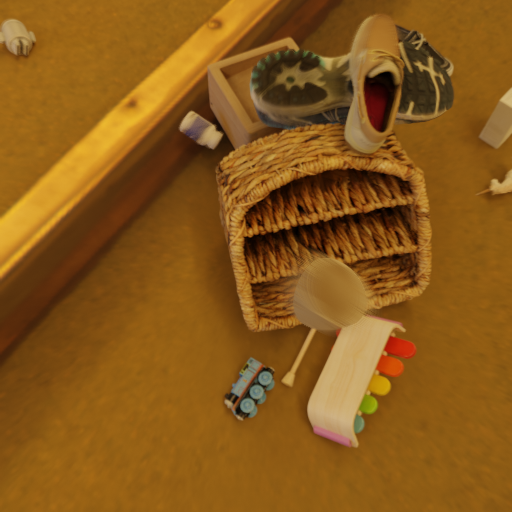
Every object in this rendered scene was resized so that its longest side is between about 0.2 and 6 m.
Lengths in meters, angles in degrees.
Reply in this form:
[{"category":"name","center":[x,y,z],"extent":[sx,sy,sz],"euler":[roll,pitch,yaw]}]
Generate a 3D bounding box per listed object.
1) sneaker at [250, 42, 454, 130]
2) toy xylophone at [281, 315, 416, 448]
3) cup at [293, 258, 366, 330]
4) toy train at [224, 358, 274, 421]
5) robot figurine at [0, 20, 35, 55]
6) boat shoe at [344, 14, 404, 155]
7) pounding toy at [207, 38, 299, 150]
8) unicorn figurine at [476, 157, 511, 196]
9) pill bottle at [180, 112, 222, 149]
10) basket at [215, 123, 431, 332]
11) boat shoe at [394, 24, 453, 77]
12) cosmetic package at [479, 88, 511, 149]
[{"category":"sneaker","center":[1.592,-2.756,9.611],"extent":[3.415,1.474,1.325],"euler":[2,77,-2]},{"category":"toy xylophone","center":[1.433,1.797,9.002],"extent":[1.638,0.562,2.237],"euler":[21,68,42]},{"category":"cup","center":[0.891,0.619,7.567],"extent":[0.972,0.695,0.972],"euler":[15,55,-22]},{"category":"toy train","center":[-0.109,2.151,9.028],"extent":[0.556,0.422,0.973],"euler":[27,67,23]},{"category":"robot figurine","center":[-5.426,-4.950,12.673],"extent":[0.808,0.538,0.953],"euler":[-12,59,-35]},{"category":"boat shoe","center":[1.857,-2.635,8.348],"extent":[0.817,0.733,2.209],"euler":[8,81,-15]},{"category":"pounding toy","center":[0.862,-2.666,11.017],"extent":[2.617,1.363,2.979],"euler":[-23,67,-13]},{"category":"unicorn figurine","center":[5.091,-1.499,10.864],"extent":[1.352,0.499,0.928],"euler":[16,72,3]},{"category":"pill bottle","center":[-1.077,-2.460,11.078],"extent":[0.762,0.456,0.456],"euler":[33,66,-1]},{"category":"basket","center":[1.135,-0.556,9.188],"extent":[3.285,2.345,2.447],"euler":[-10,54,-6]},{"category":"boat shoe","center":[3.416,-4.620,12.397],"extent":[2.113,0.716,0.758],"euler":[36,68,17]},{"category":"cosmetic package","center":[4.999,-2.775,11.170],"extent":[0.475,1.170,0.660],"euler":[40,69,19]}]
